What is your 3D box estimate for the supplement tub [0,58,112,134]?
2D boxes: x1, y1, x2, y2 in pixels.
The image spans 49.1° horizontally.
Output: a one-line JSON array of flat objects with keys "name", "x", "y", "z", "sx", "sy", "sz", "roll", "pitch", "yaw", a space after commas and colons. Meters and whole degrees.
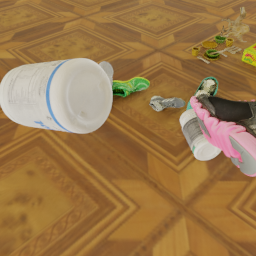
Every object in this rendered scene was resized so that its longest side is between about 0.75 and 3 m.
[{"name": "supplement tub", "x": -1.621, "y": -0.704, "z": 6.191, "sx": 2.296, "sy": 1.515, "sz": 1.515, "roll": 5, "pitch": 37, "yaw": 41}]

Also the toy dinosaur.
[{"name": "toy dinosaur", "x": 3.762, "y": -3.396, "z": 9.817, "sx": 0.926, "sy": 1.830, "sz": 0.533, "roll": 9, "pitch": 73, "yaw": 25}]

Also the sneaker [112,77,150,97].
[{"name": "sneaker", "x": 0.013, "y": -1.436, "z": 10.359, "sx": 1.628, "sy": 0.603, "sz": 0.680, "roll": -8, "pitch": 53, "yaw": -1}]

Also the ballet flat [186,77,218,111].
[{"name": "ballet flat", "x": 2.604, "y": -1.111, "z": 9.759, "sx": 0.765, "sy": 0.800, "sz": 2.273, "roll": 19, "pitch": 46, "yaw": 18}]

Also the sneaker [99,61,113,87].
[{"name": "sneaker", "x": -1.070, "y": -1.386, "z": 10.149, "sx": 0.711, "sy": 1.072, "sz": 1.884, "roll": 16, "pitch": 72, "yaw": -29}]

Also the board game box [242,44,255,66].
[{"name": "board game box", "x": 6.255, "y": -3.401, "z": 12.439, "sx": 2.299, "sy": 0.547, "sz": 1.168, "roll": -31, "pitch": 51, "yaw": -29}]

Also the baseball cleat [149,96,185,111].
[{"name": "baseball cleat", "x": 1.347, "y": -0.789, "z": 9.760, "sx": 1.224, "sy": 0.427, "sz": 0.651, "roll": 8, "pitch": 48, "yaw": 23}]

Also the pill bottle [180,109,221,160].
[{"name": "pill bottle", "x": 2.114, "y": 0.156, "z": 8.332, "sx": 0.846, "sy": 0.846, "sz": 1.496, "roll": -8, "pitch": 44, "yaw": -9}]

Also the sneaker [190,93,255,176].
[{"name": "sneaker", "x": 1.608, "y": -0.116, "z": 4.048, "sx": 0.949, "sy": 0.786, "sz": 1.990, "roll": -31, "pitch": 27, "yaw": 2}]

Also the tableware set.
[{"name": "tableware set", "x": 3.990, "y": -3.778, "z": 12.994, "sx": 2.417, "sy": 0.371, "sz": 1.628, "roll": -25, "pitch": 48, "yaw": -24}]
